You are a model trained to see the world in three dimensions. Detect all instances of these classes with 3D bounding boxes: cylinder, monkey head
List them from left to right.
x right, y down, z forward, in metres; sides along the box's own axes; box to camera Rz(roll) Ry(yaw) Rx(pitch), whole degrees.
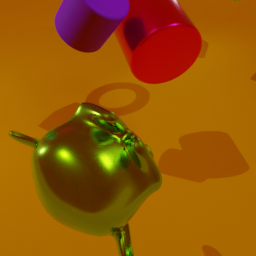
[{"bbox_3d":[-0.561,-1.742,4.251,0.863,0.863,0.863,15,61,-29],"label":"cylinder"},{"bbox_3d":[-0.287,0.425,2.731,1.039,1.240,1.724,-45,77,0],"label":"monkey head"},{"bbox_3d":[0.456,-1.629,4.879,1.247,1.247,1.247,-13,57,-13],"label":"cylinder"}]
